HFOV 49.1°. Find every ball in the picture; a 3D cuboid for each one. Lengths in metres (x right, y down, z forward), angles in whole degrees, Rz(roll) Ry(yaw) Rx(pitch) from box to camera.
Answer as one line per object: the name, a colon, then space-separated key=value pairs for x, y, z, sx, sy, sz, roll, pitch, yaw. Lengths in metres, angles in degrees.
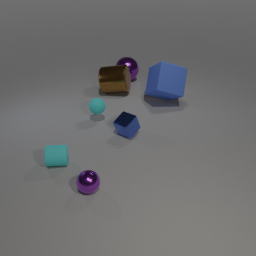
ball: x=-1.174 y=1.587 z=8.278 sx=0.700 sy=0.700 sz=0.700 roll=0 pitch=29 yaw=0
ball: x=-0.064 y=-3.459 z=16.453 sx=1.400 sy=1.400 sz=1.400 roll=0 pitch=29 yaw=0
ball: x=-1.309 y=-0.931 z=11.927 sx=0.700 sy=0.700 sz=0.700 roll=0 pitch=29 yaw=0

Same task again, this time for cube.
cube: x=1.818 y=-2.229 z=13.474 sx=1.400 sy=1.400 sz=1.400 roll=11 pitch=-4 yaw=-20
cube: x=-0.044 y=-0.114 z=11.037 sx=0.700 sy=0.700 sz=0.700 roll=21 pitch=58 yaw=36

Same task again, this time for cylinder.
cylinder: x=-0.670 y=-2.549 z=14.648 sx=1.400 sy=1.400 sz=1.400 roll=-3 pitch=28 yaw=13
cylinder: x=-2.395 y=0.922 z=9.394 sx=0.700 sy=0.700 sz=0.700 roll=-2 pitch=29 yaw=-9
